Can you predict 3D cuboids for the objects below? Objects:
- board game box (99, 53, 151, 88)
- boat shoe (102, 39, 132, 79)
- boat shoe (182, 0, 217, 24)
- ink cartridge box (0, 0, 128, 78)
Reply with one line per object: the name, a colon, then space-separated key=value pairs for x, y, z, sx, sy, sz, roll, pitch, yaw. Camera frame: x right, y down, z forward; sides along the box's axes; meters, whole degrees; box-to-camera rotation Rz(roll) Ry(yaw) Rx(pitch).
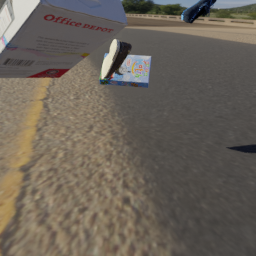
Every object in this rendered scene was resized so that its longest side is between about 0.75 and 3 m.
board game box: x=-0.058 y=-1.742 z=8.430 sx=1.441 sy=0.264 sz=1.090 roll=5 pitch=59 yaw=5
boat shoe: x=-0.332 y=-1.681 z=7.099 sx=0.418 sy=1.405 sz=0.505 roll=1 pitch=65 yaw=-22
boat shoe: x=2.437 y=-3.859 z=9.256 sx=1.463 sy=0.616 sz=0.502 roll=-39 pitch=67 yaw=-6
ink cartridge box: x=-1.347 y=-1.658 z=4.652 sx=2.193 sy=0.939 sz=1.618 roll=-24 pitch=-10 yaw=41
